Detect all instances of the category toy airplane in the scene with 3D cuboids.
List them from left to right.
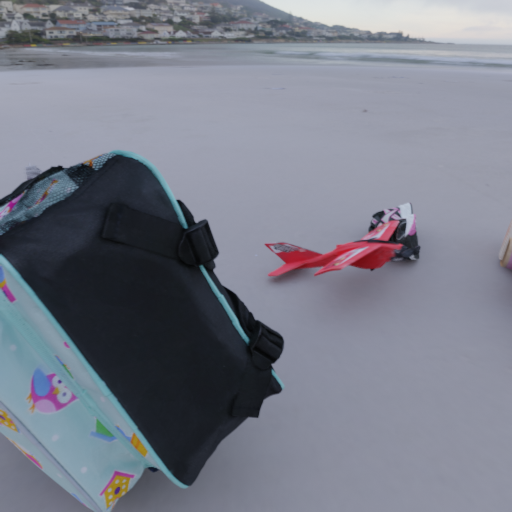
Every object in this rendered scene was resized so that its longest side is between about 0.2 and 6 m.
[{"bbox_3d":[1.394,0.001,9.761,2.919,0.537,2.919,-10,14,2],"label":"toy airplane"}]

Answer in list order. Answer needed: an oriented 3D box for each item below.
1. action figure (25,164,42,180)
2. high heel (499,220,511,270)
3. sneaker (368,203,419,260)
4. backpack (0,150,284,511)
[{"bbox_3d":[-4.724,-1.407,12.205,0.494,1.424,0.926,-4,51,-17],"label":"action figure"},{"bbox_3d":[5.224,-0.118,9.964,1.476,1.036,3.077,20,16,20],"label":"high heel"},{"bbox_3d":[2.747,-0.442,11.295,0.941,0.876,2.180,-7,13,13],"label":"sneaker"},{"bbox_3d":[-1.745,0.657,5.906,2.630,3.016,3.431,-39,25,-14],"label":"backpack"}]
